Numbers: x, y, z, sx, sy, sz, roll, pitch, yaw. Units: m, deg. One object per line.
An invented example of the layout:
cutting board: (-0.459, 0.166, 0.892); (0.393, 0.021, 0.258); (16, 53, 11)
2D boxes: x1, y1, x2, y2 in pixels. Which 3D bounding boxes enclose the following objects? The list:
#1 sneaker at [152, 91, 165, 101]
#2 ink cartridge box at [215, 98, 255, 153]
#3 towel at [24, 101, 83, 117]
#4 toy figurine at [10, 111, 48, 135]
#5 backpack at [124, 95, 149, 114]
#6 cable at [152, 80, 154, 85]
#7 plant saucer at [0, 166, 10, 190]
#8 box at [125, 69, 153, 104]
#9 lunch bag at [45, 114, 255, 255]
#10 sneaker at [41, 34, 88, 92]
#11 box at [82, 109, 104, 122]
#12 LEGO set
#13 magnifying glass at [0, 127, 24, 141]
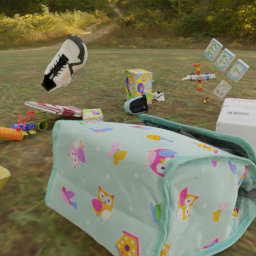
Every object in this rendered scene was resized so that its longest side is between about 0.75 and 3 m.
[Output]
sneaker: (1.255, -1.503, 12.831); (1.012, 0.405, 0.373); (14, 25, 39)
ink cartridge box: (3.363, 0.032, 7.433); (1.835, 1.059, 2.513); (8, 21, 22)
towel: (-2.202, -0.643, 9.595); (1.522, 0.240, 2.113); (15, 6, 30)
toy figurine: (-3.149, -0.136, 8.525); (0.776, 0.683, 1.295); (-7, 5, 22)
backpack: (0.282, -0.834, 10.628); (0.668, 0.709, 0.869); (5, 25, 40)
cable: (0.762, -2.763, 16.289); (0.913, 0.473, 1.880); (-8, 21, -34)
plant saucer: (-4.001, 1.192, 4.704); (2.921, 0.708, 2.921); (13, 23, 35)
box: (0.452, -1.814, 12.261); (0.821, 1.346, 1.297); (-7, 20, -18)
lunch bag: (0.563, 0.756, 4.479); (2.859, 1.744, 2.436); (1, 11, -43)
sneaker: (-2.143, -2.021, 9.288); (0.896, 2.431, 0.973); (42, 44, 0)
box: (-0.985, -0.007, 7.858); (0.547, 0.863, 0.896); (-4, 20, -9)
LEGO set: (3.151, -1.932, 10.605); (0.556, 2.264, 1.691); (-31, 70, -39)
magnifying glass: (-4.166, -0.039, 7.170); (2.939, 0.329, 1.170); (15, 11, -42)
